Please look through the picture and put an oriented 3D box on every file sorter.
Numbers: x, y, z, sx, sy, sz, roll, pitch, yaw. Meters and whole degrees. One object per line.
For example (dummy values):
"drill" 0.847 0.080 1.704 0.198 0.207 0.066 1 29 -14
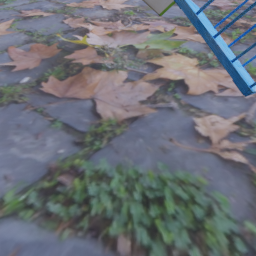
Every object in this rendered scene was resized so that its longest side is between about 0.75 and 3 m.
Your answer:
"file sorter" 2.250 -1.993 5.331 2.356 1.445 1.635 57 28 9

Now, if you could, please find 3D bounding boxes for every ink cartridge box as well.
"ink cartridge box" 0.701 -3.913 7.011 1.796 1.328 0.681 22 43 -43
